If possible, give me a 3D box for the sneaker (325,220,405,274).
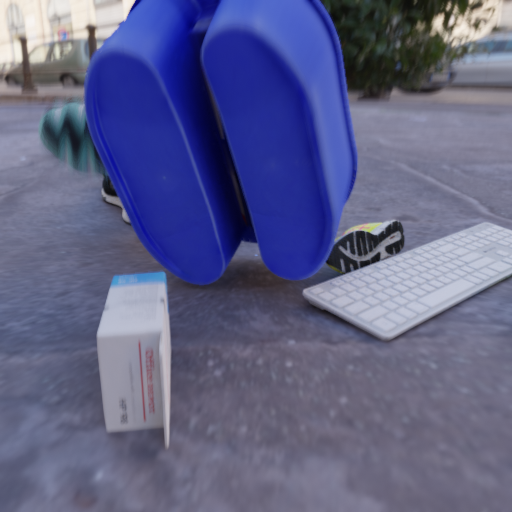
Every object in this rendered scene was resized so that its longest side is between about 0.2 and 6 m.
[{"bbox_3d":[1.583,-0.121,8.890,1.796,0.702,0.811,-15,11,-43],"label":"sneaker"}]

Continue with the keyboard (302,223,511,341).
[{"bbox_3d":[2.888,0.189,8.432,4.978,0.265,1.401,-17,25,-39],"label":"keyboard"}]

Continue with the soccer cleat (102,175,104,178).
[{"bbox_3d":[-2.376,-2.365,14.266,3.050,1.236,1.030,-1,19,-3],"label":"soccer cleat"}]

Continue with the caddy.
[{"bbox_3d":[-0.298,-1.619,7.499,3.023,4.276,2.244,-3,38,18],"label":"caddy"}]

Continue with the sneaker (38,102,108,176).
[{"bbox_3d":[-2.052,-1.830,9.672,2.905,1.129,2.032,12,5,-3],"label":"sneaker"}]

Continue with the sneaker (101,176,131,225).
[{"bbox_3d":[-2.598,-1.788,12.231,1.274,1.473,3.364,-9,21,-25],"label":"sneaker"}]

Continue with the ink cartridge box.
[{"bbox_3d":[-1.110,0.912,5.241,0.567,0.985,1.701,-3,19,-7],"label":"ink cartridge box"}]
